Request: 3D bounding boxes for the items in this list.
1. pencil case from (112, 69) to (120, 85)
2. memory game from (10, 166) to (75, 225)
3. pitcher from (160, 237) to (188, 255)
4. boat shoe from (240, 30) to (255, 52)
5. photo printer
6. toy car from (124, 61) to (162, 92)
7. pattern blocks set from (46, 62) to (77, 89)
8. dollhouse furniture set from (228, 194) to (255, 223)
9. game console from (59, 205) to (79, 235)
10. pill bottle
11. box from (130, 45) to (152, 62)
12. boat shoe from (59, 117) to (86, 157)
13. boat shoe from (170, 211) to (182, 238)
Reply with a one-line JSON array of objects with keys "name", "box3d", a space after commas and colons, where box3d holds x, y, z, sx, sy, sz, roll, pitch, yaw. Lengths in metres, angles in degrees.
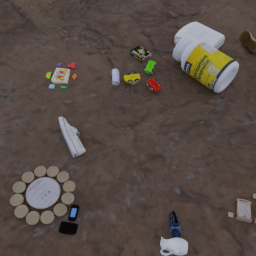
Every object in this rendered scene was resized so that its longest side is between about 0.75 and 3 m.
[{"name": "pencil case", "box3d": [-0.568, -2.284, 12.566, 0.349, 0.320, 0.769, 15, 57, -27]}, {"name": "memory game", "box3d": [-2.905, 2.251, 9.607, 2.186, 0.139, 2.186, 2, 53, -3]}, {"name": "pitcher", "box3d": [1.391, 3.649, 8.501, 0.818, 0.496, 0.702, 6, 20, 6]}, {"name": "boat shoe", "box3d": [6.145, -4.226, 13.862, 0.591, 0.593, 1.643, 13, 39, -28]}, {"name": "photo printer", "box3d": [3.428, -4.348, 13.766, 2.044, 0.710, 1.701, 37, 65, 22]}, {"name": "toy car", "box3d": [0.856, -2.375, 12.652, 1.766, 0.394, 1.662, 19, 58, 12]}, {"name": "pattern blocks set", "box3d": [-3.046, -2.400, 12.821, 1.412, 0.130, 1.607, -5, 57, -3]}, {"name": "dollhouse furniture set", "box3d": [4.024, 2.499, 9.266, 1.247, 0.609, 1.063, 11, 57, 7]}, {"name": "game console", "box3d": [-1.883, 3.000, 9.227, 0.570, 0.117, 0.967, 8, 56, 5]}, {"name": "pill bottle", "box3d": [3.317, -2.862, 12.302, 1.510, 1.510, 2.696, -38, 64, -22]}, {"name": "box", "box3d": [0.616, -3.612, 13.587, 0.674, 0.208, 0.844, -38, 64, -21]}, {"name": "boat shoe", "box3d": [-2.147, 0.264, 10.747, 0.588, 0.643, 1.788, -21, 60, -18]}, {"name": "boat shoe", "box3d": [1.488, 3.126, 9.026, 0.377, 0.307, 0.896, -10, 57, -7]}]
